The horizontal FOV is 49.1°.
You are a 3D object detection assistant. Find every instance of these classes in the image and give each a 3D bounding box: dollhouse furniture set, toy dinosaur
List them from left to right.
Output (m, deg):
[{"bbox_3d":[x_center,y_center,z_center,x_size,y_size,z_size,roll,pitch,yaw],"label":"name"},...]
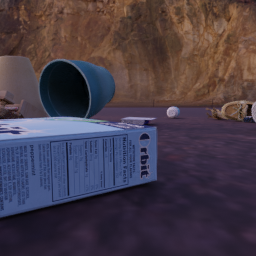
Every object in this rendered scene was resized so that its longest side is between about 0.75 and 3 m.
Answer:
[{"bbox_3d":[-3.818,-0.091,7.978,2.307,1.321,2.705,2,-19,26],"label":"dollhouse furniture set"},{"bbox_3d":[4.517,-0.607,13.798,2.179,0.634,1.102,2,18,-39],"label":"toy dinosaur"}]

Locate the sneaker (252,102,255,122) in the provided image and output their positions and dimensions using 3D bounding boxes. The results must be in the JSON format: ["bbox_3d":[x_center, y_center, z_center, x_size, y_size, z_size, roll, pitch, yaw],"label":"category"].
[{"bbox_3d":[4.468,-0.304,7.949,0.851,0.840,2.142,-6,17,-11],"label":"sneaker"}]

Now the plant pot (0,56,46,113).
[{"bbox_3d":[-5.411,-1.894,13.556,2.743,2.929,2.743,0,4,0],"label":"plant pot"}]

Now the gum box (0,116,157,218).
[{"bbox_3d":[-1.447,0.250,2.865,2.689,0.599,2.284,-4,6,-36],"label":"gum box"}]

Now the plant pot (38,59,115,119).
[{"bbox_3d":[-1.569,-1.361,9.811,2.200,2.200,2.067,3,17,30],"label":"plant pot"}]

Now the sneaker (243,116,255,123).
[{"bbox_3d":[5.188,-0.372,11.547,0.309,0.304,0.802,-8,10,-32],"label":"sneaker"}]

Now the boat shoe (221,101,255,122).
[{"bbox_3d":[5.359,-0.730,12.079,2.529,0.927,0.793,2,3,20],"label":"boat shoe"}]

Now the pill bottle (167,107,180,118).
[{"bbox_3d":[2.426,-0.832,15.015,0.603,0.603,1.088,1,6,16],"label":"pill bottle"}]

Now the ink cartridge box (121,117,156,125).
[{"bbox_3d":[0.441,-0.257,10.624,1.166,0.253,1.145,4,6,16],"label":"ink cartridge box"}]
